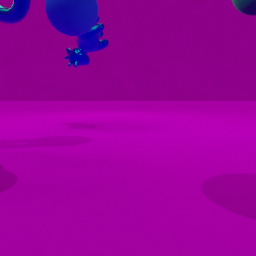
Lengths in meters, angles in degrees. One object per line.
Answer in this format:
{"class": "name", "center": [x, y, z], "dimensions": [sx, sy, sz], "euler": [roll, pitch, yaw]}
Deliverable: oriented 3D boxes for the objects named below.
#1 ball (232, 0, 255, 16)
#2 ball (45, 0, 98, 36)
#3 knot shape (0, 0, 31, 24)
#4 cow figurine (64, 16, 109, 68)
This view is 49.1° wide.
{"class": "ball", "center": [2.998, -3.224, 6.546], "dimensions": [1.105, 1.105, 1.105], "euler": [0, 6, 0]}
{"class": "ball", "center": [-1.288, -2.756, 6.476], "dimensions": [1.204, 1.204, 1.204], "euler": [0, 6, 0]}
{"class": "knot shape", "center": [-1.874, -2.225, 3.690], "dimensions": [1.418, 0.700, 1.515], "euler": [17, -52, -45]}
{"class": "cow figurine", "center": [-1.476, -2.788, 9.290], "dimensions": [1.605, 0.895, 1.631], "euler": [-27, -22, -4]}
